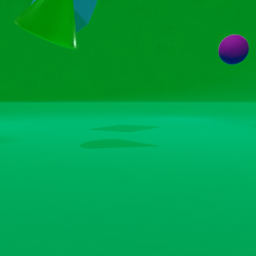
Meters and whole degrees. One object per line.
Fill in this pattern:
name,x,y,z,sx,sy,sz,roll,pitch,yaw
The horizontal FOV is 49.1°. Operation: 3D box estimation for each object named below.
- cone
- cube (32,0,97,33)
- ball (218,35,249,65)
cone,-1.287,-2.289,5.147,1.218,1.223,1.218,24,19,-9
cube,-1.901,-3.534,8.178,1.294,1.294,1.294,-23,-49,34
ball,3.231,-2.396,8.583,0.884,0.884,0.884,0,6,0
